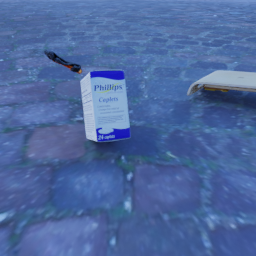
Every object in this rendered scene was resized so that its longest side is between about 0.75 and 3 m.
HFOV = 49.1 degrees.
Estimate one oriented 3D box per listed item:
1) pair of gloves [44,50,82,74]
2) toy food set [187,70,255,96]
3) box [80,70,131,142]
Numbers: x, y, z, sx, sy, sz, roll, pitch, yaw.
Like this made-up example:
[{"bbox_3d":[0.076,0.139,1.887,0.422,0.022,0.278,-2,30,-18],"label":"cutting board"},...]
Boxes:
[{"bbox_3d":[-1.300,-1.661,8.576,2.427,0.300,2.163,30,7,6],"label":"pair of gloves"},{"bbox_3d":[3.558,-1.200,8.951,2.798,0.845,2.008,12,26,33],"label":"toy food set"},{"bbox_3d":[-0.560,-0.489,6.513,0.790,1.506,1.385,-7,3,-18],"label":"box"}]
